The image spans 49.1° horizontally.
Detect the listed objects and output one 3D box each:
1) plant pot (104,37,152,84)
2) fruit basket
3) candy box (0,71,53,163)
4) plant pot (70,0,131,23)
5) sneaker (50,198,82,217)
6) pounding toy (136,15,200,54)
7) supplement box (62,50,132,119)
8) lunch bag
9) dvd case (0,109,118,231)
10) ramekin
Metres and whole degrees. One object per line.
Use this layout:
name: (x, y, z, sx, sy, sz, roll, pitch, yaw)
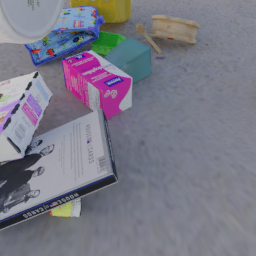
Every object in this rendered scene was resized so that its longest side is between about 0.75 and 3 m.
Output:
plant pot: (-0.120, -2.003, 9.028, 1.462, 1.033, 1.033, -37, 54, -23)
fruit basket: (-0.689, -3.166, 10.502, 1.285, 1.285, 0.927, 12, 89, 13)
candy box: (-3.139, -0.231, 6.798, 1.947, 0.831, 2.322, -12, 41, 17)
plant pot: (-1.222, -5.496, 11.353, 2.575, 2.575, 2.272, 3, 36, 3)
sneaker: (-1.413, 1.139, 5.846, 0.709, 0.613, 1.569, -6, 43, -17)
pounding toy: (1.497, -3.588, 10.961, 2.448, 1.404, 1.400, 11, 15, -2)
supplement box: (-0.920, -1.312, 8.198, 1.053, 1.075, 2.080, -29, 52, -29)
lunch bag: (-2.191, -3.580, 9.999, 2.742, 1.290, 2.064, -14, 42, 8)
dvd case: (-1.605, 0.772, 5.725, 2.710, 0.335, 2.037, -23, 39, 6)
ramekin: (-2.670, -3.311, 6.486, 1.348, 2.894, 2.894, 19, 46, 19)
